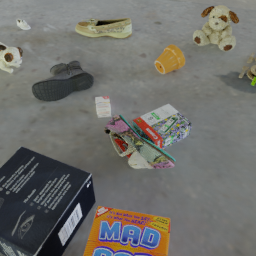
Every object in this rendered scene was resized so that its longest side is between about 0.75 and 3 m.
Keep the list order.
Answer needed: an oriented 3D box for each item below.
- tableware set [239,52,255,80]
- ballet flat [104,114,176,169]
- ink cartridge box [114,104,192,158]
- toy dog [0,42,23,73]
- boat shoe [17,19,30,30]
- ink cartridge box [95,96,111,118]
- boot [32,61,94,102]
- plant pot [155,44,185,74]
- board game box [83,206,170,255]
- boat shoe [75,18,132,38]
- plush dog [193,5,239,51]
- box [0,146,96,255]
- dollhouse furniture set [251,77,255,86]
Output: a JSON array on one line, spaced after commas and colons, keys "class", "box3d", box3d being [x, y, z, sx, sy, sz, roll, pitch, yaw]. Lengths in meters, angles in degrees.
[{"class": "tableware set", "box3d": [5.598, -2.586, 11.356, 1.582, 0.480, 2.393, 22, 48, 21]}, {"class": "ballet flat", "box3d": [0.188, 0.544, 7.895, 0.922, 0.896, 2.592, -45, 51, -6]}, {"class": "ink cartridge box", "box3d": [0.745, 0.114, 8.501, 2.138, 0.538, 1.165, -24, 49, -23]}, {"class": "toy dog", "box3d": [-4.770, -2.900, 11.096, 1.433, 1.390, 1.000, 16, 37, 28]}, {"class": "boat shoe", "box3d": [-5.358, -5.318, 14.292, 0.361, 0.356, 1.019, -34, 53, -30]}, {"class": "ink cartridge box", "box3d": [-0.844, -0.728, 9.573, 0.481, 0.279, 0.826, -7, 44, -7]}, {"class": "boot", "box3d": [-2.601, -1.804, 10.442, 2.363, 0.825, 1.555, -16, 42, -31]}, {"class": "plant pot", "box3d": [1.601, -2.655, 11.171, 0.917, 1.002, 1.002, -37, 53, -12]}, {"class": "board game box", "box3d": [-0.021, 2.566, 5.315, 1.413, 1.414, 1.413, 8, 44, 8]}, {"class": "boat shoe", "box3d": [-1.190, -4.965, 13.544, 2.795, 0.876, 1.024, 4, 44, 4]}, {"class": "plush dog", "box3d": [4.106, -4.621, 12.596, 1.970, 1.692, 1.581, 22, 48, 21]}, {"class": "box", "box3d": [-2.131, 1.762, 6.292, 2.074, 1.218, 2.040, 18, 47, 18]}, {"class": "dollhouse furniture set", "box3d": [5.234, -1.728, 10.449, 1.041, 0.682, 0.522, 27, 18, 15]}]
